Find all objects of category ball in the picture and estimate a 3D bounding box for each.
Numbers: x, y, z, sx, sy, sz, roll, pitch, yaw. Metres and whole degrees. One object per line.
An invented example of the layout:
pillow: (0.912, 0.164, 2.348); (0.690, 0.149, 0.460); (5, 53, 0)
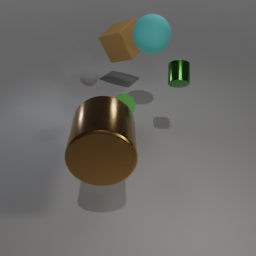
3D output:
ball: (-1.512, -1.968, 10.814); (0.700, 0.700, 0.700); (0, 33, 0)
ball: (0.880, -3.459, 10.346); (1.400, 1.400, 1.400); (0, 33, 0)

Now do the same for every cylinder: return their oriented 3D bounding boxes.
cylinder: (-0.532, 0.245, 5.912); (1.400, 1.400, 1.400); (-1, 34, -2)
cylinder: (1.648, -1.745, 9.056); (0.700, 0.700, 0.700); (3, -11, 1)
cylinder: (-0.158, -0.631, 8.550); (0.700, 0.700, 0.700); (-4, -7, -6)

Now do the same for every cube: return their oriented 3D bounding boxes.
cube: (-0.249, -4.136, 13.327); (1.400, 1.400, 1.400); (3, 44, 42)
